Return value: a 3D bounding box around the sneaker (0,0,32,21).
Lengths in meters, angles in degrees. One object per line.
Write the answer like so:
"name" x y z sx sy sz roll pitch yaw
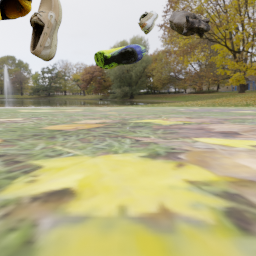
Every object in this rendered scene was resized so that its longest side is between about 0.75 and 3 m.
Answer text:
"sneaker" -2.137 -2.517 5.087 1.018 1.074 2.615 -28 27 43

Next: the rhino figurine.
"rhino figurine" 1.629 -2.748 7.448 0.921 0.630 2.106 9 25 -7

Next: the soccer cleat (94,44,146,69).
"soccer cleat" -0.308 -2.426 9.542 2.080 0.672 0.870 5 26 41

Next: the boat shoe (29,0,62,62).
"boat shoe" -2.667 -3.357 8.930 0.842 2.364 0.763 -7 -12 32

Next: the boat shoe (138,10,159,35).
"boat shoe" 0.693 -3.831 9.817 0.553 0.507 1.481 -36 25 34
